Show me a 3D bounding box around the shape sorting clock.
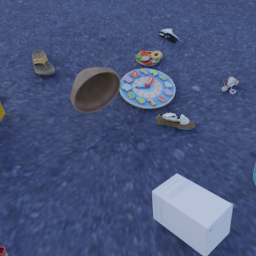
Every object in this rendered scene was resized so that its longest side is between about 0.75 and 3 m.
[{"bbox_3d":[0.679,-1.435,9.810,1.971,0.387,1.971,0,49,0],"label":"shape sorting clock"}]

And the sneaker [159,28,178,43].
[{"bbox_3d":[1.884,-4.092,12.164,0.587,0.385,1.020,-36,55,-25],"label":"sneaker"}]

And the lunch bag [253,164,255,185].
[{"bbox_3d":[3.847,0.918,6.883,1.314,1.543,0.941,-26,38,-22],"label":"lunch bag"}]

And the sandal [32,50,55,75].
[{"bbox_3d":[-3.324,-2.586,10.766,0.712,0.479,1.772,-19,51,-16],"label":"sandal"}]

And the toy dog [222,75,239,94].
[{"bbox_3d":[3.663,-1.616,9.970,0.528,0.385,0.800,18,51,15],"label":"toy dog"}]

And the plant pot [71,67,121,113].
[{"bbox_3d":[-1.070,-1.271,8.437,1.607,1.607,0.742,-25,59,-20],"label":"plant pot"}]

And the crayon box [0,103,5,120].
[{"bbox_3d":[-4.687,-0.068,7.626,0.754,1.839,2.925,11,49,9],"label":"crayon box"}]

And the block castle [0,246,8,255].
[{"bbox_3d":[-2.970,2.992,5.845,0.640,0.449,0.957,0,49,0],"label":"block castle"}]

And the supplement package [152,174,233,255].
[{"bbox_3d":[1.378,1.868,6.206,0.909,0.898,1.500,-26,35,-33],"label":"supplement package"}]

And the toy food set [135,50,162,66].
[{"bbox_3d":[0.808,-2.797,11.112,0.998,0.243,0.988,22,52,17],"label":"toy food set"}]

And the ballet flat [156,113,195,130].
[{"bbox_3d":[1.499,-0.252,8.720,1.241,0.449,0.421,11,49,9],"label":"ballet flat"}]
